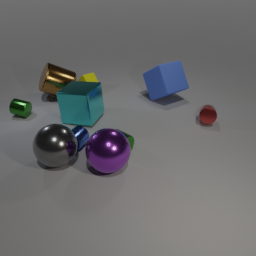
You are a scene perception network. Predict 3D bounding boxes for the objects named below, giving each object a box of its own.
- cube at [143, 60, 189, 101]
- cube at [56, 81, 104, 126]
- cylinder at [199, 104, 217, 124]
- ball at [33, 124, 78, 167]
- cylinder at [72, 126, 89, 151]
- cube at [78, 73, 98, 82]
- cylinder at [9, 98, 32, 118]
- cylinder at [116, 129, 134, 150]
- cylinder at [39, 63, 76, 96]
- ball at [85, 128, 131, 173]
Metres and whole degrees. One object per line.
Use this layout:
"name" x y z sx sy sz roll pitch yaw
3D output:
"cube" 1.807 -2.272 13.494 1.400 1.400 1.400 -19 2 -32
"cube" -1.939 -1.058 11.720 1.400 1.400 1.400 5 30 17
"cylinder" 3.294 -0.568 11.563 0.700 0.700 0.700 7 17 12
"ball" -2.324 0.560 8.985 1.400 1.400 1.400 0 29 0
"cylinder" -1.846 0.369 10.013 0.700 0.700 0.700 11 31 19
"cube" -2.037 -2.330 14.392 0.700 0.700 0.700 -24 -4 -41
"cylinder" -4.640 -0.869 12.131 0.700 0.700 0.700 14 31 6
"cylinder" -0.254 0.471 9.823 0.700 0.700 0.700 26 38 36
"cylinder" -3.405 -2.253 13.511 1.400 1.400 1.400 16 20 -29
"ball" -0.615 0.699 8.690 1.400 1.400 1.400 0 29 0
